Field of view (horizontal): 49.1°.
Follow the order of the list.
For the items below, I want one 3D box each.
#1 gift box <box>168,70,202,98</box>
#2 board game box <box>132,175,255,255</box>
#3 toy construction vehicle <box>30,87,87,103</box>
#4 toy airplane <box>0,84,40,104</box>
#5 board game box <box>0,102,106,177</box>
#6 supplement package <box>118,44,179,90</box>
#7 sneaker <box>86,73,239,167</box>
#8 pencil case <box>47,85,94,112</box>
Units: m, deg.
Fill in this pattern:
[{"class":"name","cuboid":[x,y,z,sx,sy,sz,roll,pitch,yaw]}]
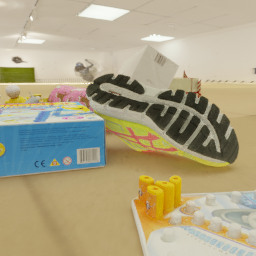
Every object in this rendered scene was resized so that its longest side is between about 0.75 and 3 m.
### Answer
[{"class":"gift box","cuboid":[1.829,-1.336,10.408,1.487,1.593,1.470,-2,16,-19]},{"class":"board game box","cuboid":[1.614,0.920,1.901,2.886,0.373,2.886,-1,11,-6]},{"class":"toy construction vehicle","cuboid":[-2.483,-1.195,11.365,2.465,0.868,2.146,5,12,22]},{"class":"toy airplane","cuboid":[-3.119,-0.567,7.418,1.651,1.165,1.644,-3,13,-21]},{"class":"board game box","cuboid":[-2.053,0.069,5.132,2.777,0.776,2.719,-4,12,-18]},{"class":"supplement package","cuboid":[0.462,-1.637,9.153,1.233,1.218,2.034,30,-11,-18]},{"class":"sneaker","cuboid":[0.559,-0.007,5.007,2.769,1.250,1.082,26,55,23]},{"class":"pencil case","cuboid":[-1.102,-0.631,7.816,2.803,1.160,1.213,9,-22,42]}]
